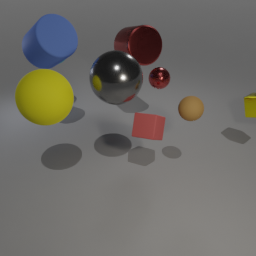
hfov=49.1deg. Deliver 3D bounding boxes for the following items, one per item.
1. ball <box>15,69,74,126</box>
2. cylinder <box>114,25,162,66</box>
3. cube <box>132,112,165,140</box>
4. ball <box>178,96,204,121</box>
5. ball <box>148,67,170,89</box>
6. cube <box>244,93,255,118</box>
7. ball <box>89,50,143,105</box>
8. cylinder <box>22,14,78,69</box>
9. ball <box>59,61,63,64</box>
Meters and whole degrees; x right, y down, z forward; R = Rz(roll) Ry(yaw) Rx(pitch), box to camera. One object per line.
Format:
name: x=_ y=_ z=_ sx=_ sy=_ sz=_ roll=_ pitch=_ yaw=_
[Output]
ball: x=-2.069 y=-0.760 z=6.995 sx=1.400 sy=1.400 sz=1.400 roll=0 pitch=30 yaw=0
cylinder: x=0.354 y=-3.106 z=10.543 sx=1.400 sy=1.400 sz=1.400 roll=-13 pitch=20 yaw=-21
cube: x=0.605 y=-0.040 z=8.148 sx=0.700 sy=0.700 sz=0.700 roll=8 pitch=1 yaw=29
ball: x=1.735 y=-0.536 z=7.719 sx=0.700 sy=0.700 sz=0.700 roll=0 pitch=30 yaw=0
ball: x=1.007 y=-1.594 z=8.977 sx=0.700 sy=0.700 sz=0.700 roll=0 pitch=30 yaw=0
cube: x=4.333 y=-0.764 z=9.251 sx=0.700 sy=0.700 sz=0.700 roll=-24 pitch=19 yaw=-40
ball: x=-0.307 y=-1.307 z=7.329 sx=1.400 sy=1.400 sz=1.400 roll=0 pitch=30 yaw=0
cylinder: x=-2.583 y=-2.800 z=9.223 sx=1.400 sy=1.400 sz=1.400 roll=-25 pitch=10 yaw=-37
ball: x=-3.004 y=-3.202 z=11.039 sx=1.400 sy=1.400 sz=1.400 roll=0 pitch=30 yaw=0
